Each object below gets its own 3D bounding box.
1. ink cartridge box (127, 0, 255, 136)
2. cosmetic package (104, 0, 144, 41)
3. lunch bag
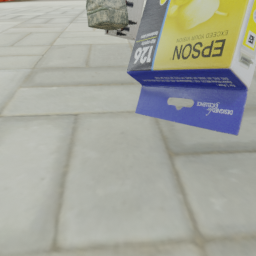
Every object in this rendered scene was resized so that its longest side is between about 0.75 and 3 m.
[{"bbox_3d":[0.905,-1.404,4.441,0.613,2.610,2.580,16,0,-31],"label":"ink cartridge box"},{"bbox_3d":[-0.014,-3.873,8.040,1.071,2.596,0.657,10,48,-1],"label":"cosmetic package"},{"bbox_3d":[-0.521,-2.994,7.069,0.739,0.890,1.061,3,13,39],"label":"lunch bag"}]
